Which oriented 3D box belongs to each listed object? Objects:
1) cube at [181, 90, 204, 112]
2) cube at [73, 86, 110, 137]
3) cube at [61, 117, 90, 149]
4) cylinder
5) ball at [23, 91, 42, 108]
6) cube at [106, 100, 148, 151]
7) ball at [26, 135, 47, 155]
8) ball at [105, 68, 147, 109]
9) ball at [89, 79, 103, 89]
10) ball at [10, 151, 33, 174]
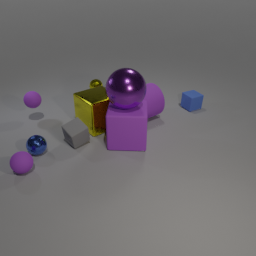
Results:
[{"bbox_3d":[2.938,-1.261,12.888,0.700,0.700,0.700,-15,35,-25],"label":"cube"},{"bbox_3d":[-1.211,-0.723,11.289,1.400,1.400,1.400,-22,36,-33],"label":"cube"},{"bbox_3d":[-1.878,0.182,10.130,0.700,0.700,0.700,-32,55,-25],"label":"cube"},{"bbox_3d":[0.585,-1.058,11.805,1.400,1.400,1.400,-22,36,-29],"label":"cylinder"},{"bbox_3d":[-3.892,-1.152,11.418,0.700,0.700,0.700,0,30,0],"label":"ball"},{"bbox_3d":[-0.016,-0.120,10.229,1.400,1.400,1.400,1,30,3],"label":"cube"},{"bbox_3d":[-3.172,0.586,9.714,0.700,0.700,0.700,0,30,0],"label":"ball"},{"bbox_3d":[-0.068,-1.335,9.532,1.400,1.400,1.400,0,30,0],"label":"ball"},{"bbox_3d":[-1.653,-2.186,14.514,0.700,0.700,0.700,0,30,0],"label":"ball"},{"bbox_3d":[-3.333,1.078,8.779,0.700,0.700,0.700,0,30,0],"label":"ball"}]
